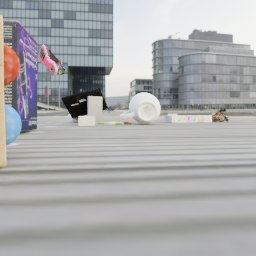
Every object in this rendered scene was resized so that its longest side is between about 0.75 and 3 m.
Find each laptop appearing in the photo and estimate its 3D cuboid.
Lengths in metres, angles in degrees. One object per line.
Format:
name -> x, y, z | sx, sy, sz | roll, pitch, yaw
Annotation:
laptop -> -1.983, -1.237, 13.856 | 1.889, 2.131, 1.101 | -16, 44, 5

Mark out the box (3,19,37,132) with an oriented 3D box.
box -> -2.938, -1.084, 6.561 | 1.245, 2.388, 1.767 | 0, 4, -5

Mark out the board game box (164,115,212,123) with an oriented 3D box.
board game box -> 3.085, -0.477, 14.625 | 2.099, 0.359, 1.411 | -1, 3, -10

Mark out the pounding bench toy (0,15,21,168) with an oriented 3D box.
pounding bench toy -> -2.038, -0.323, 2.837 | 1.586, 1.263, 2.034 | -2, 3, -31

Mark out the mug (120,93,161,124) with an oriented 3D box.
mug -> 0.515, -0.725, 11.849 | 1.778, 1.312, 1.559 | -18, 11, 1

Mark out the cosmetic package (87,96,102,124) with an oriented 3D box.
cosmetic package -> -1.512, -0.812, 12.754 | 0.667, 1.249, 0.563 | 2, 6, -13

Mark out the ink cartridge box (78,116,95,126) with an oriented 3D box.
ink cartridge box -> -1.562, -0.273, 10.663 | 0.628, 0.364, 1.081 | 0, 3, -7

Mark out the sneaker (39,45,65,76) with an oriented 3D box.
sneaker -> -2.284, -2.028, 8.493 | 0.563, 1.181, 0.466 | -9, -30, -48

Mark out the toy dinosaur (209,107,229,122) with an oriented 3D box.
toy dinosaur -> 4.973, -0.674, 15.626 | 1.085, 0.817, 1.599 | -17, 30, -16

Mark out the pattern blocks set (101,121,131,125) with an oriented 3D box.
pattern blocks set -> -0.516, -0.219, 12.032 | 1.324, 0.122, 1.506 | 0, 3, -3

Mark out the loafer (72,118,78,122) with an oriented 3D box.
loafer -> -2.672, -0.448, 14.679 | 0.350, 0.306, 0.974 | -2, 4, -35
